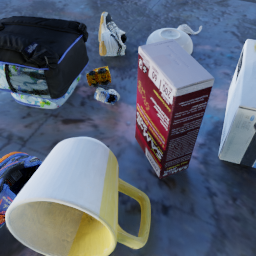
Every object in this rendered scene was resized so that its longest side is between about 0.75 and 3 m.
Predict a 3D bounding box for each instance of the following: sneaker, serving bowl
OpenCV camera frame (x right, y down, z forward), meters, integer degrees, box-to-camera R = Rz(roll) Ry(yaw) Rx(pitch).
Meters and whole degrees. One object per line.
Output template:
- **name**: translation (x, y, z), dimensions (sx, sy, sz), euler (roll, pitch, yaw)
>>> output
- **sneaker**: translation (-2.649, 1.487, 5.477), dimensions (1.083, 1.040, 2.762), euler (-11, 38, 38)
- **sneaker**: translation (-0.573, -3.474, 10.549), dimensions (1.017, 0.878, 2.321), euler (2, 54, -11)
- **serving bowl**: translation (1.551, -3.231, 10.390), dimensions (1.771, 0.583, 1.771), euler (0, 46, 0)
- **sneaker**: translation (-0.488, -0.839, 7.993), dimensions (0.496, 0.449, 1.164), euler (27, 15, 22)

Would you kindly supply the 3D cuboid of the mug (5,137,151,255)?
- **mug**: translation (-0.904, 1.378, 5.643), dimensions (1.936, 2.418, 1.985), euler (-22, 32, 24)

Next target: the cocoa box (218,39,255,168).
- **cocoa box**: translation (3.575, -0.586, 7.022), dimensions (1.873, 1.904, 2.855), euler (14, 49, 13)

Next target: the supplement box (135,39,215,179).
- **supplement box**: translation (0.838, -0.307, 6.183), dimensions (0.846, 2.779, 1.512), euler (-18, 50, -16)

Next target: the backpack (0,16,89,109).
- **backpack**: translation (-2.778, -1.903, 8.136), dimensions (2.782, 2.044, 2.545), euler (13, 47, 8)

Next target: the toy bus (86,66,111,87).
- **toy bus**: translation (-0.941, -1.729, 9.072), dimensions (0.756, 0.513, 0.726), euler (-11, 35, 2)

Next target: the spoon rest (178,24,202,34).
- **spoon rest**: translation (2.480, -3.982, 11.330), dimensions (1.021, 0.309, 0.507), euler (17, 47, 33)
